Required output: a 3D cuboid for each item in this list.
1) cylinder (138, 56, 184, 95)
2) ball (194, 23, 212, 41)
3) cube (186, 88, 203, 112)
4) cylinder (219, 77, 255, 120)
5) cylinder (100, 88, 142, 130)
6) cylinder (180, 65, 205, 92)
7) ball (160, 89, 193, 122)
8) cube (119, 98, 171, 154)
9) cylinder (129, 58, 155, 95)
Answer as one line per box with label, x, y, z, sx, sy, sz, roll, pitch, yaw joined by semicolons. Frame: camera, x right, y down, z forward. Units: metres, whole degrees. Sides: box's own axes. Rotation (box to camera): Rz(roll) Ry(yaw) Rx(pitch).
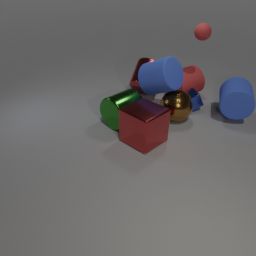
cylinder;1.380;-2.176;11.800;1.400;1.400;1.400;-5;21;45
ball;3.108;-3.991;11.628;0.700;0.700;0.700;0;32;0
cube;2.968;-1.298;13.025;0.700;0.700;0.700;-30;39;4
cylinder;4.674;-1.284;12.076;1.400;1.400;1.400;8;36;13
cylinder;-0.228;-0.803;11.816;1.400;1.400;1.400;-28;42;-36
cylinder;2.845;-2.258;13.974;1.400;1.400;1.400;-25;39;-21
ball;2.095;-0.972;12.104;1.400;1.400;1.400;0;32;0
cube;0.618;-0.118;10.720;1.400;1.400;1.400;28;40;36
cylinder;0.938;-2.591;14.180;1.400;1.400;1.400;15;75;22
